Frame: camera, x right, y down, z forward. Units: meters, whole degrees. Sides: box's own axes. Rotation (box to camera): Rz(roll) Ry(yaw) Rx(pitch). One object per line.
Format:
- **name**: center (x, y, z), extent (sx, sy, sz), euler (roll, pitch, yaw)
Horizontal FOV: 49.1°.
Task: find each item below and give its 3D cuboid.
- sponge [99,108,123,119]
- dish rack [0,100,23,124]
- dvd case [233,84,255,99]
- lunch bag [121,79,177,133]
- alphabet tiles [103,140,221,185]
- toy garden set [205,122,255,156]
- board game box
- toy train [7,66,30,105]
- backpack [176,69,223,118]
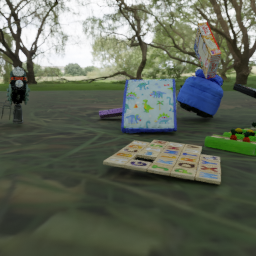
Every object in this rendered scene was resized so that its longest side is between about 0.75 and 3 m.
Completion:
- **sponge**: center (-0.464, -0.578, 10.667), extent (1.263, 0.188, 0.705), euler (-8, -9, -3)
- **dish rack**: center (-4.406, -0.621, 9.049), extent (1.968, 0.537, 1.509), euler (7, 8, -23)
- **dvd case**: center (4.421, -0.632, 7.818), extent (1.792, 0.220, 2.511), euler (2, 25, -42)
- **lunch bag**: center (0.650, -0.545, 8.254), extent (1.556, 1.166, 1.831), euler (-2, 42, 8)
- **alphabet tiles**: center (0.751, 0.493, 5.028), extent (1.741, 0.079, 2.083), euler (7, 11, 16)
- **toy garden set**: center (3.359, 0.150, 6.180), extent (2.573, 0.513, 2.144), euler (-8, 12, -40)
- **board game box**: center (2.629, -2.595, 9.398), extent (0.348, 1.502, 1.137), euler (-11, -29, 0)
- **toy train**: center (-3.493, -1.297, 8.858), extent (0.668, 0.893, 1.568), euler (-4, -13, -23)
- **backpack**: center (2.655, -1.290, 10.311), extent (1.613, 1.665, 1.985), euler (21, 12, 14)
